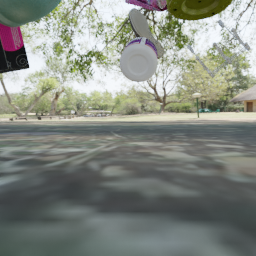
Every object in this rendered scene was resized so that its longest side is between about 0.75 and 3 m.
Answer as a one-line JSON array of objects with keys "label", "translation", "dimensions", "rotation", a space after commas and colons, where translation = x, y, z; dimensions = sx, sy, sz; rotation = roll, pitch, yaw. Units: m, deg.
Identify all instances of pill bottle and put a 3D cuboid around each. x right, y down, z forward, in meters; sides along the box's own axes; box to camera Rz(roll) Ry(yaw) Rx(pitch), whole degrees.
[{"label": "pill bottle", "translation": [0.306, -1.798, 7.141], "dimensions": [0.899, 0.899, 1.598], "rotation": [0, 26, 6]}]

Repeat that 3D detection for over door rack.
[{"label": "over door rack", "translation": [3.034, -2.894, 9.837], "dimensions": [1.558, 2.109, 0.703], "rotation": [-37, -47, 18]}]

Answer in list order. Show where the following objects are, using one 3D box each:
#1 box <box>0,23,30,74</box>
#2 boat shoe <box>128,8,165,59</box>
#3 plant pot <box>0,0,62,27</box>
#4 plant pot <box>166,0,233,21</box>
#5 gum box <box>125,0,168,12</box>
[{"label": "box", "translation": [-3.830, -2.855, 7.467], "dimensions": [1.715, 2.595, 1.489], "rotation": [-15, 29, -18]}, {"label": "boat shoe", "translation": [0.545, -3.198, 9.741], "dimensions": [0.639, 1.913, 0.545], "rotation": [-44, 18, -21]}, {"label": "plant pot", "translation": [-2.021, -3.336, 5.756], "dimensions": [1.491, 2.225, 2.225], "rotation": [-2, 1, 17]}, {"label": "plant pot", "translation": [1.404, -3.394, 5.718], "dimensions": [2.024, 1.949, 2.024], "rotation": [-3, -9, -1]}, {"label": "gum box", "translation": [0.828, -3.646, 7.350], "dimensions": [1.064, 0.620, 1.875], "rotation": [26, 45, 23]}]
